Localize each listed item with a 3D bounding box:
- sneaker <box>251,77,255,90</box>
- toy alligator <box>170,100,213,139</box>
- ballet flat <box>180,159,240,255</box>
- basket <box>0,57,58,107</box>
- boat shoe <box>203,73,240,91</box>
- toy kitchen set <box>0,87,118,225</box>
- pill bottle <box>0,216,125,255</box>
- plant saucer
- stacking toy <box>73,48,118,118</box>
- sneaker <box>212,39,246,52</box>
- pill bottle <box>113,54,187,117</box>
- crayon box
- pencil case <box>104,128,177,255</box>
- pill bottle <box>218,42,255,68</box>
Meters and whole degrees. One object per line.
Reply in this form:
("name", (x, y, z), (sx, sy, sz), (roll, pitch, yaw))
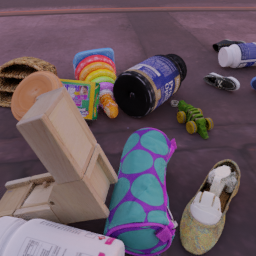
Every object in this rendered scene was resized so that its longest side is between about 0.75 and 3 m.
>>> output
("sneaker", (5.327, -1.336, 10.148), (0.856, 0.770, 2.082), (-25, 41, -28))
("toy alligator", (1.974, -0.498, 9.093), (0.775, 0.562, 2.339), (-12, 37, -18))
("ballet flat", (1.805, 1.506, 6.000), (0.877, 0.877, 2.482), (21, 40, 28))
("basket", (-3.691, -1.637, 9.947), (2.036, 1.453, 1.516), (10, 35, 14))
("boat shoe", (3.639, -1.768, 11.007), (0.480, 0.533, 1.507), (-22, 33, -29))
("toy kitchen set", (-1.736, 0.476, 5.655), (2.524, 2.277, 2.059), (-15, 30, 19))
("pill bottle", (-1.245, 2.219, 4.604), (2.175, 1.233, 1.233), (10, 36, 13))
("plant saucer", (-2.494, -0.850, 7.532), (1.579, 0.255, 1.579), (-7, 68, 19))
("stacking toy", (-0.913, -1.367, 9.871), (1.567, 1.657, 2.856), (-13, 51, -11))
("sneaker", (5.177, -4.053, 14.246), (0.918, 0.646, 1.728), (-23, 31, -21))
("pill bottle", (0.904, -1.633, 9.818), (1.594, 1.594, 2.850), (22, 40, 29))
("crayon box", (-1.957, -0.950, 8.993), (1.991, 1.183, 0.580), (7, 4, 7))
("pencil case", (0.381, 1.235, 6.024), (1.341, 1.235, 2.901), (-9, 33, 14))
("pill bottle", (5.106, -3.278, 12.668), (1.808, 1.046, 1.046), (-8, 36, -12))
